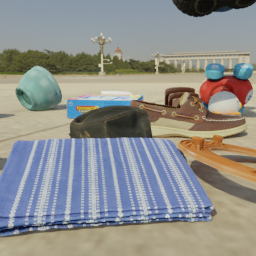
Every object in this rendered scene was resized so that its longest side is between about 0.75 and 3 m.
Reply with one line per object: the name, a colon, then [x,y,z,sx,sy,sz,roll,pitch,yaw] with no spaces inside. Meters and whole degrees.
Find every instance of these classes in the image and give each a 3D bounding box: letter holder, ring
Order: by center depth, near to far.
ring: [1.905,0.429,3.632,2.517,0.241,2.517,12,8,-2]
letter holder: [2.197,-1.112,11.002,1.377,0.979,0.692,-4,11,-20]

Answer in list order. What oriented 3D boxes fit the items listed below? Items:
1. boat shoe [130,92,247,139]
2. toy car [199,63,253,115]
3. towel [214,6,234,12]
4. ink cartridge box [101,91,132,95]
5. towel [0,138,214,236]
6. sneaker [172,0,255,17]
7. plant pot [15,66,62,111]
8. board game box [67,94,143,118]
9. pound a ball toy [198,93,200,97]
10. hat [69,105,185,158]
boat shoe: [1.446,-0.345,6.838,2.886,1.039,1.041,1,11,5]
toy car: [3.267,-0.851,9.092,1.747,1.820,1.975,1,40,7]
towel: [2.489,-3.470,7.435,1.143,0.497,2.046,-17,4,42]
ink cartridge box: [-0.536,-1.307,12.758,1.192,0.694,1.647,-2,11,-12]
towel: [-0.349,0.568,3.329,2.263,0.270,1.638,0,25,-10]
sneaker: [1.851,-3.002,5.990,2.034,0.923,0.772,-11,-16,-12]
plant pot: [-3.778,-1.455,11.446,1.807,1.807,1.211,9,39,40]
board game box: [-0.715,-0.822,10.289,2.380,0.665,2.330,2,11,8]
pound a ball toy: [3.658,-1.700,15.413,1.106,0.470,0.721,-9,14,-41]
hat: [-0.238,0.120,4.706,2.387,0.963,2.387,0,10,0]
